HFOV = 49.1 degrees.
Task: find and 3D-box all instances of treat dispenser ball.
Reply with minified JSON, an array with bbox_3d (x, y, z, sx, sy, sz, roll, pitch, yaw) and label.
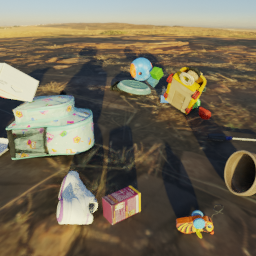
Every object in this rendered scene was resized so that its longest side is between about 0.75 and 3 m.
[{"bbox_3d":[0.550,-2.426,11.579,0.931,0.931,0.931,0,23,0],"label":"treat dispenser ball"}]

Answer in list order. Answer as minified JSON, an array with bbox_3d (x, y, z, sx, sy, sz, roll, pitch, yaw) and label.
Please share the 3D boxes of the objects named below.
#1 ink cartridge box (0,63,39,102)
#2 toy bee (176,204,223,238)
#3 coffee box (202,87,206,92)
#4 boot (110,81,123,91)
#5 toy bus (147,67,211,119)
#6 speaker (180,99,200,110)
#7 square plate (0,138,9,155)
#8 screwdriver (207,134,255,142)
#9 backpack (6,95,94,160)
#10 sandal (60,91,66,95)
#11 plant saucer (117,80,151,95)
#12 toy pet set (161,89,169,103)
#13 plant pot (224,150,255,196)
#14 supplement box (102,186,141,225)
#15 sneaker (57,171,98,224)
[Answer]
[{"bbox_3d":[-3.457,-1.275,7.780,1.594,0.665,1.157,11,-10,36],"label":"ink cartridge box"},{"bbox_3d":[1.480,1.945,5.582,0.958,0.521,0.627,-15,21,33],"label":"toy bee"},{"bbox_3d":[3.676,-2.293,15.598,0.777,0.278,1.264,-6,24,-13],"label":"coffee box"},{"bbox_3d":[-0.442,-2.289,15.439,0.748,0.376,1.000,5,33,29],"label":"boot"},{"bbox_3d":[2.345,-1.697,11.020,1.366,2.495,2.644,-51,33,-15],"label":"toy bus"},{"bbox_3d":[2.735,-1.068,12.537,1.021,0.452,0.452,-14,27,-30],"label":"speaker"},{"bbox_3d":[-4.255,0.620,8.961,1.078,0.153,1.068,6,24,14],"label":"square plate"},{"bbox_3d":[3.679,0.330,9.437,1.956,0.285,0.273,0,25,9],"label":"screwdriver"},{"bbox_3d":[-2.199,-0.059,8.517,2.376,1.821,2.088,4,16,-1],"label":"backpack"},{"bbox_3d":[-3.393,-1.795,14.519,0.337,0.215,0.897,-3,23,-7],"label":"sandal"},{"bbox_3d":[0.350,-2.236,15.082,1.851,0.254,1.851,10,24,-5],"label":"plant saucer"},{"bbox_3d":[2.134,-1.516,13.286,1.114,0.633,1.193,3,-5,11],"label":"toy pet set"},{"bbox_3d":[3.080,1.132,6.817,0.953,1.093,1.093,10,19,-20],"label":"plant pot"},{"bbox_3d":[-0.131,1.663,6.090,0.767,0.502,0.396,-15,26,-33],"label":"supplement box"},{"bbox_3d":[-1.136,1.593,6.335,0.848,0.637,1.703,13,21,-14],"label":"sneaker"}]
